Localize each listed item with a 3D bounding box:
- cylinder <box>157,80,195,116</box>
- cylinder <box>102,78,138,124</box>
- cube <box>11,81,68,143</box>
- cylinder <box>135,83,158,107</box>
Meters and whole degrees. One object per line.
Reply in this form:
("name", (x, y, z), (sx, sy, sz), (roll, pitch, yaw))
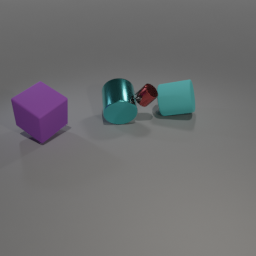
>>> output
("cylinder", (2.104, -1.292, 12.124), (1.400, 1.400, 1.400), (-6, 26, 20))
("cylinder", (-0.369, -1.110, 11.718), (1.400, 1.400, 1.400), (-3, 51, -6))
("cube", (-3.218, -0.596, 10.395), (1.400, 1.400, 1.400), (32, 50, 16))
("cylinder", (0.745, -1.325, 11.352), (0.700, 0.700, 0.700), (26, 44, -28))
